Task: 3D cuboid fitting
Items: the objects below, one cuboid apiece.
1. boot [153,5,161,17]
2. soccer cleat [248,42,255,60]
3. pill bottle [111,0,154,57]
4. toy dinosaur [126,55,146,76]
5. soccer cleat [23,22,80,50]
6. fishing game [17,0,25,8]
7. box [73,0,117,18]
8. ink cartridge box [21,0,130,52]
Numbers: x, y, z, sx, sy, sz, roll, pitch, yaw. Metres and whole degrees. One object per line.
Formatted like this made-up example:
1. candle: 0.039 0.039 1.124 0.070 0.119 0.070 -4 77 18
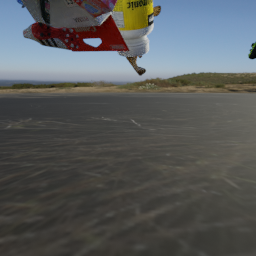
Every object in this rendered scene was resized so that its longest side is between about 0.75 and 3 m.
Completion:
1. boot: 0.550 -3.910 9.400 0.901 0.298 0.789 -4 -2 -27
2. soccer cleat: 3.681 -2.273 6.729 0.720 1.775 0.599 46 5 18
3. pill bottle: 0.043 -3.347 7.929 1.349 2.424 1.349 -4 35 3
4. toy dinosaur: -0.005 -2.729 9.762 0.681 1.198 2.255 -14 54 -6
5. soccer cleat: -1.652 -2.003 6.206 0.585 0.471 1.372 0 3 35
6. fishing game: -2.599 -3.969 8.772 2.587 0.402 1.852 32 45 23
7. box: -0.372 -2.285 4.252 0.485 1.024 0.525 30 -14 -38
8. ink cartridge box: -1.378 -2.643 6.950 2.446 2.123 0.533 13 56 41
